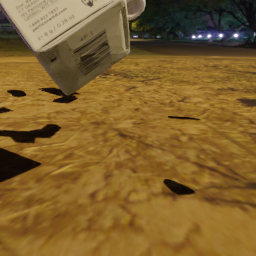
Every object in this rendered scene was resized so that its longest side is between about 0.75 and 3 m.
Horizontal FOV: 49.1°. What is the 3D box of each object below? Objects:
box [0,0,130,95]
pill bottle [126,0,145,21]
[{"bbox_3d":[-1.194,-1.838,3.133,0.977,2.857,1.174,-36,-11,-6],"label":"box"},{"bbox_3d":[-0.213,-4.579,9.407,1.003,1.003,1.830,-10,60,-28],"label":"pill bottle"}]
